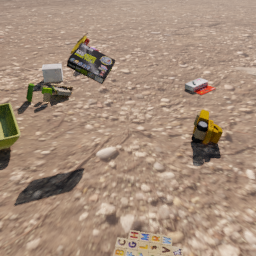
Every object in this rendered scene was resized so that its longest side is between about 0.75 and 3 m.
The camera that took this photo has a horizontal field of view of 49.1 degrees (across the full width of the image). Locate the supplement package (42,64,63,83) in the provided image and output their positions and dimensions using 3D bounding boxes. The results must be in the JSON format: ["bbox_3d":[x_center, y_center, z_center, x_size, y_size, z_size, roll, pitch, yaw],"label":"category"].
[{"bbox_3d":[-3.610,-2.646,13.450,0.884,0.671,0.666,-6,33,-9],"label":"supplement package"}]

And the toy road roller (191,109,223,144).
[{"bbox_3d":[2.630,0.030,9.252,0.865,0.728,1.185,17,40,4],"label":"toy road roller"}]

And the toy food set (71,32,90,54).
[{"bbox_3d":[-2.721,-4.869,16.801,1.179,0.654,2.004,-31,30,30],"label":"toy food set"}]

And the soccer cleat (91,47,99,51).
[{"bbox_3d":[-2.122,-3.940,15.424,0.878,0.819,2.400,4,30,-2],"label":"soccer cleat"}]

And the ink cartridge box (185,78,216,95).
[{"bbox_3d":[3.289,-1.897,12.691,1.100,0.240,0.955,-24,39,-33],"label":"ink cartridge box"}]

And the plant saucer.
[{"bbox_3d":[-4.880,0.169,9.111,2.438,0.584,2.441,-15,35,-22],"label":"plant saucer"}]

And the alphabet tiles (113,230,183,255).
[{"bbox_3d":[0.402,2.652,5.710,1.429,0.045,1.189,6,33,9],"label":"alphabet tiles"}]

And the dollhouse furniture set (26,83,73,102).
[{"bbox_3d":[-3.327,-1.414,11.906,1.776,0.686,0.888,3,19,-33],"label":"dollhouse furniture set"}]

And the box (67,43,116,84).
[{"bbox_3d":[-1.185,-2.114,9.129,1.303,0.288,1.044,27,53,-2],"label":"box"}]

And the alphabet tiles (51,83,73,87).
[{"bbox_3d":[-2.950,-1.916,12.616,0.945,0.036,0.790,7,11,-8],"label":"alphabet tiles"}]
